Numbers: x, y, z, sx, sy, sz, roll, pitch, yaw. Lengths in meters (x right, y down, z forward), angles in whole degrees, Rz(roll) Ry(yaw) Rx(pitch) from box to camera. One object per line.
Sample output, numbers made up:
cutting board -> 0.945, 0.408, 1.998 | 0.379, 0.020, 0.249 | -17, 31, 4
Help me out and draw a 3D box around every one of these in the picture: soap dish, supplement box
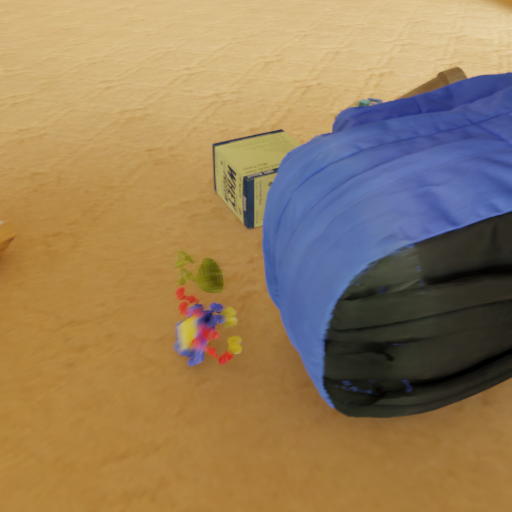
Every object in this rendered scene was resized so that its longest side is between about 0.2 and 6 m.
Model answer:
soap dish -> -4.921, -0.142, 10.078 | 0.427, 0.826, 1.050 | 44, 24, -1
supplement box -> 0.198, -1.682, 11.908 | 1.744, 1.171, 1.742 | -17, 41, -21

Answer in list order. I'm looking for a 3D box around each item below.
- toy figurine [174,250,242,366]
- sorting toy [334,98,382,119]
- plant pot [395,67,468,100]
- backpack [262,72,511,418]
toy figurine -> -1.031, 0.985, 8.554 | 0.984, 1.118, 1.866 | 18, 41, -35
sorting toy -> 3.072, -3.999, 15.559 | 1.432, 0.346, 2.544 | 23, 44, 26
plant pot -> 4.014, -3.123, 13.278 | 1.906, 2.197, 2.197 | -14, 37, 8
backpack -> 2.477, -0.190, 7.874 | 4.903, 3.984, 4.114 | -20, 43, -11
